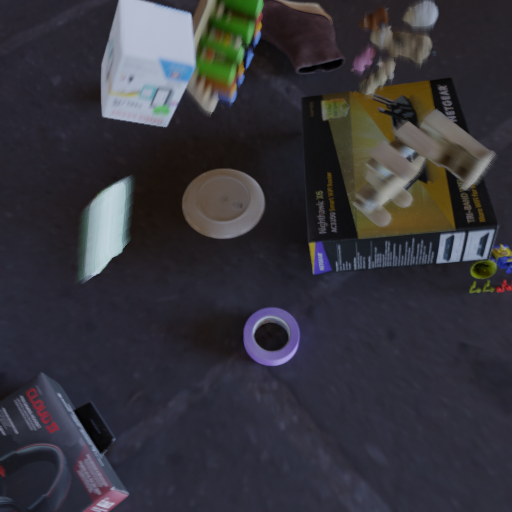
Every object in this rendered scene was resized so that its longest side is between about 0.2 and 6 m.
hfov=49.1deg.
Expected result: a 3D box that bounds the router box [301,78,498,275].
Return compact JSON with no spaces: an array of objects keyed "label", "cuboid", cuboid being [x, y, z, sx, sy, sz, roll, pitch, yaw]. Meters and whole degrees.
[{"label":"router box","cuboid":[2.405,-1.566,10.351,3.009,0.999,3.826,-6,53,8]}]

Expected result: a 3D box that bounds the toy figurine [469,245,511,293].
[{"label":"toy figurine","cuboid":[4.442,0.142,10.407,1.396,0.736,0.836,-6,34,-6]}]

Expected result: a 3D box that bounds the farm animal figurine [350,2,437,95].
[{"label":"farm animal figurine","cuboid":[2.204,-3.362,9.111,1.370,0.722,1.385,2,101,18]}]

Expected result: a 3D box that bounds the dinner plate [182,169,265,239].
[{"label":"dinner plate","cuboid":[-0.656,-1.096,11.146,1.659,0.201,1.659,0,63,-1]}]

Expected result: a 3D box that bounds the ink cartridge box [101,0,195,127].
[{"label":"ink cartridge box","cuboid":[-1.522,-2.600,7.686,0.968,1.320,0.964,4,65,-25]}]

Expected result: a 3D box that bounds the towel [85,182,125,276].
[{"label":"towel","cuboid":[-2.028,-0.394,7.671,0.167,1.428,1.090,7,103,-1]}]

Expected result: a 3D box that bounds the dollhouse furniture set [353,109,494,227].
[{"label":"dollhouse furniture set","cuboid":[2.466,-1.205,8.337,1.667,1.461,1.108,-40,72,-17]}]

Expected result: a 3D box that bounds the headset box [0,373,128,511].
[{"label":"headset box","cuboid":[-3.509,3.349,8.285,2.918,1.095,2.169,-34,67,-16]}]

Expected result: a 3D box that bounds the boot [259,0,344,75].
[{"label":"boot","cuboid":[0.679,-4.970,12.776,2.379,0.861,1.979,-9,61,-8]}]

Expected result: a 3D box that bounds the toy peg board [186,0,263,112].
[{"label":"toy peg board","cuboid":[-0.432,-3.524,9.664,0.884,1.800,1.808,22,89,14]}]

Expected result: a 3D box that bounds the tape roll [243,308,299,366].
[{"label":"tape roll","cuboid":[0.263,1.403,9.754,0.965,0.317,0.965,0,62,-1]}]
